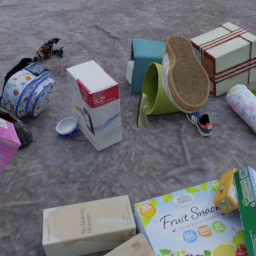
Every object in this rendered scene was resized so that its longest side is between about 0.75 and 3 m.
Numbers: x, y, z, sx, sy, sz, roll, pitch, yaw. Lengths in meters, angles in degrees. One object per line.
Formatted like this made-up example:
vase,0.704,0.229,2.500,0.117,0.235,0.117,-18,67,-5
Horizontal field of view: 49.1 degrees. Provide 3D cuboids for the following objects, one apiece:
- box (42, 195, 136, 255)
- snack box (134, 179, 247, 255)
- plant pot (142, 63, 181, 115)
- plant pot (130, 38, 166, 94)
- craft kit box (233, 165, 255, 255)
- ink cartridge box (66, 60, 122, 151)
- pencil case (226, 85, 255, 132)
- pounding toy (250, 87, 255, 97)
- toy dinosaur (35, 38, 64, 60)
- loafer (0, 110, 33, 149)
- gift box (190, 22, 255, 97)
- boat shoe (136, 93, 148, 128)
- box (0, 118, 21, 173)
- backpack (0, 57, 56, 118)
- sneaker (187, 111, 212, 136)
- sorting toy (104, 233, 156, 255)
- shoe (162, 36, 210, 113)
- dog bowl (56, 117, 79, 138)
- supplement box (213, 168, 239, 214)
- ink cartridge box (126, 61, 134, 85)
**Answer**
box,-1.007,2.602,7.344,2.271,0.883,1.078,-8,41,-10
snack box,1.720,2.700,7.230,2.614,0.885,2.205,-11,43,-15
plant pot,1.935,-1.492,11.534,2.217,2.074,2.074,4,39,-14
plant pot,1.513,-2.863,13.034,2.724,1.926,1.924,0,40,-4
craft kit box,3.639,2.457,6.778,2.371,0.582,2.401,34,38,-16
ink cartridge box,-1.165,-0.776,9.992,1.110,2.593,1.914,-24,45,-24
pencil case,4.899,-0.742,11.105,1.001,1.093,2.409,-21,42,-3
pounding toy,6.356,-1.374,11.770,1.980,1.190,2.565,-8,41,-9
toy dinosaur,-4.461,-4.526,15.703,1.435,1.080,2.114,-7,60,17
loafer,-4.815,-0.299,10.609,2.934,1.061,1.068,21,46,24
gift box,4.490,-3.124,12.977,2.466,2.640,2.436,-24,48,-5
boat shoe,0.500,-0.534,8.838,0.358,1.138,0.415,3,20,-6
box,-3.463,0.526,7.118,1.301,0.629,1.144,-53,42,7
backpack,-4.010,-1.388,11.146,1.679,2.179,2.076,30,37,8
sneaker,2.850,-0.406,11.045,0.591,0.667,1.578,-14,42,-16
sorting toy,-0.035,3.780,5.877,2.140,0.745,2.127,-28,47,-13
shoe,1.376,-1.300,7.104,1.014,0.774,2.901,9,45,-6
dog bowl,-2.296,-0.003,10.680,0.815,0.321,0.815,-11,45,11
supplement box,2.672,1.622,7.352,0.474,0.459,1.379,51,36,2
ink cartridge box,0.643,-2.764,13.377,1.387,1.016,0.574,-19,54,-22
